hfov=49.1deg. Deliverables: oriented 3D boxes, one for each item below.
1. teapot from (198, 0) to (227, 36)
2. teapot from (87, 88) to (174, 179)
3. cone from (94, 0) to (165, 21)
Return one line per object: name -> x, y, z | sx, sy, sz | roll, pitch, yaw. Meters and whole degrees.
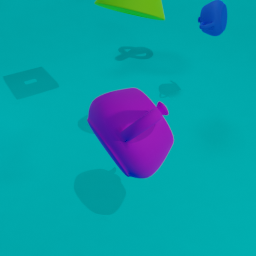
teapot -> 1.870, -2.448, 6.242 | 0.591, 0.751, 1.208 | 8, 40, 31
teapot -> 0.082, 0.006, 3.310 | 0.858, 1.752, 1.089 | -36, 90, -7
cone -> 0.137, -2.174, 3.925 | 1.050, 1.054, 1.050 | 12, 19, -4
